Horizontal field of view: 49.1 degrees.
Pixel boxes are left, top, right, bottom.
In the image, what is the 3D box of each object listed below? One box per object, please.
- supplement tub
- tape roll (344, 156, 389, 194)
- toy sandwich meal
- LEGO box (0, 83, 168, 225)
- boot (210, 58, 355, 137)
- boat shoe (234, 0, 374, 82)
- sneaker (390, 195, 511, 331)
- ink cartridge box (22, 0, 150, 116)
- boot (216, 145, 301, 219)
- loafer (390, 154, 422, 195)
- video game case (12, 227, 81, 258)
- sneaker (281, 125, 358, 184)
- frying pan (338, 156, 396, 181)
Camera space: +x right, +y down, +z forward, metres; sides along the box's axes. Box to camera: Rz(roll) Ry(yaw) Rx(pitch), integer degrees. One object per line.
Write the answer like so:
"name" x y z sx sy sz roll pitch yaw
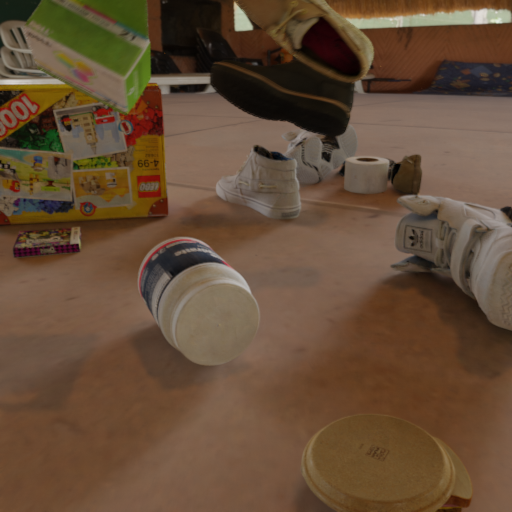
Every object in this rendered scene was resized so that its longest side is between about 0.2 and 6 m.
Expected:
"supplement tub" -0.730 0.507 6.802 1.135 1.135 1.618 -9 22 -23
"tape roll" 2.831 -2.096 14.404 1.113 0.764 1.113 1 20 0
"toy sandwich meal" 1.010 1.761 4.510 1.319 0.452 1.319 -3 20 1
"LEGO box" -3.793 -2.199 11.847 3.651 2.719 1.409 -4 21 -10
"boot" 0.725 -3.977 11.978 3.031 2.097 1.174 21 -18 -5
"boat shoe" 0.708 -3.459 8.379 2.481 0.918 0.823 27 37 -10
"sneaker" 2.901 -0.010 8.000 2.107 1.377 3.666 9 17 24
"ink cartridge box" -1.810 -2.380 5.971 1.219 0.625 1.649 27 -15 -3
"boot" 0.030 -1.859 12.823 1.082 1.405 2.941 -14 24 -33
"loafer" 3.897 -2.197 14.615 0.726 0.819 2.154 9 21 8
"video game case" -3.793 -0.259 10.250 1.121 0.201 1.016 -5 21 -14
"sneaker" 1.329 -2.848 15.930 1.900 1.242 3.306 3 27 43
"frying pan" 3.351 -2.734 16.663 1.839 0.495 3.041 1 24 5
